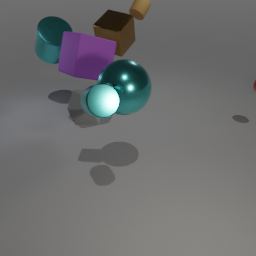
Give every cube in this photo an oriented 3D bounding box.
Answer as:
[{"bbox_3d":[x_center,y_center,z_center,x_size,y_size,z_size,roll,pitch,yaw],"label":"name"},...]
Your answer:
[{"bbox_3d":[-1.451,-2.495,9.814,1.400,1.400,1.400,1,17,-38],"label":"cube"},{"bbox_3d":[-0.606,-4.471,13.192,1.400,1.400,1.400,21,58,20],"label":"cube"},{"bbox_3d":[-1.139,-0.558,7.616,0.700,0.700,0.700,-1,54,11],"label":"cube"}]

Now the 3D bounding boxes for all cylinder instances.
[{"bbox_3d":[-0.598,-0.563,5.858,0.700,0.700,0.700,-11,8,-18],"label":"cylinder"},{"bbox_3d":[0.506,-5.066,11.815,0.700,0.700,0.700,27,-6,3],"label":"cylinder"},{"bbox_3d":[-3.093,-3.604,11.600,1.400,1.400,1.400,-17,-11,-27],"label":"cylinder"}]

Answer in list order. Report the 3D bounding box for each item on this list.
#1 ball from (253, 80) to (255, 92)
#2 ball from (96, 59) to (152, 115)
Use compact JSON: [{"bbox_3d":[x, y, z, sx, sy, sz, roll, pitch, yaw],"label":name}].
[{"bbox_3d":[5.096,-1.595,10.546,0.700,0.700,0.700,0,29,0],"label":"ball"},{"bbox_3d":[-0.103,-1.023,7.107,1.400,1.400,1.400,0,29,0],"label":"ball"}]
